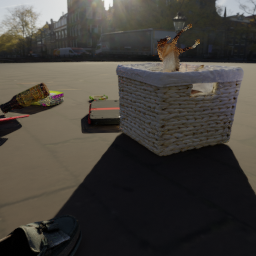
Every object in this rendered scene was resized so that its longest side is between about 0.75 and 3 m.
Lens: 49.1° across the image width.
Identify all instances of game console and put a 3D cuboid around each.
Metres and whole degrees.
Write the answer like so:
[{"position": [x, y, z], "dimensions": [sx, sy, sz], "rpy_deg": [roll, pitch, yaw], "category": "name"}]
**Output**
[{"position": [-0.042, -0.554, 10.175], "dimensions": [2.766, 0.429, 2.446], "rpy_deg": [-2, 21, -6], "category": "game console"}]

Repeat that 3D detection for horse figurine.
[{"position": [1.422, -1.799, 7.952], "dimensions": [0.565, 2.262, 1.499], "rpy_deg": [-1, -12, -40], "category": "horse figurine"}]

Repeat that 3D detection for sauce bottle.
[{"position": [-3.894, -1.085, 10.583], "dimensions": [1.856, 0.613, 0.613], "rpy_deg": [-28, 19, -2], "category": "sauce bottle"}]

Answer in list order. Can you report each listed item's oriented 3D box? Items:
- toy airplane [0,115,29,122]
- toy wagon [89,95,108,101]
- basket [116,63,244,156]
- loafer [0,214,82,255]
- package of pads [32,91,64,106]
[{"position": [-4.245, -0.186, 8.697], "dimensions": [2.328, 0.428, 2.328], "rpy_deg": [-3, 17, 1], "category": "toy airplane"}, {"position": [-1.367, -1.418, 13.345], "dimensions": [0.791, 0.202, 1.020], "rpy_deg": [-7, 18, -23], "category": "toy wagon"}, {"position": [1.259, -0.693, 7.581], "dimensions": [2.495, 2.025, 2.518], "rpy_deg": [-8, 17, -25], "category": "basket"}, {"position": [-1.185, 1.384, 3.020], "dimensions": [0.670, 0.587, 1.866], "rpy_deg": [10, 19, 31], "category": "loafer"}, {"position": [-3.769, -1.362, 12.581], "dimensions": [1.502, 0.512, 1.161], "rpy_deg": [7, 18, 22], "category": "package of pads"}]
